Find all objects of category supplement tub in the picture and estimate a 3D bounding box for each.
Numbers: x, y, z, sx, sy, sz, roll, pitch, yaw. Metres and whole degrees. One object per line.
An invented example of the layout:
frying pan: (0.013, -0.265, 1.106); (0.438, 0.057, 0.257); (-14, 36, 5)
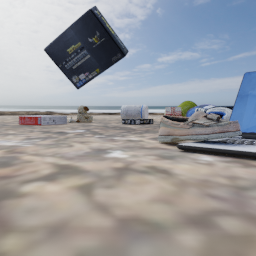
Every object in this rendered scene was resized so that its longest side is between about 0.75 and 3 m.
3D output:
supplement tub: (0.450, -0.989, 18.700); (1.672, 1.103, 1.103); (1, 3, 20)

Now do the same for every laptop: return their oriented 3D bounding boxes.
laptop: (2.597, -0.397, 4.590); (2.687, 1.557, 2.516); (-3, 4, -45)

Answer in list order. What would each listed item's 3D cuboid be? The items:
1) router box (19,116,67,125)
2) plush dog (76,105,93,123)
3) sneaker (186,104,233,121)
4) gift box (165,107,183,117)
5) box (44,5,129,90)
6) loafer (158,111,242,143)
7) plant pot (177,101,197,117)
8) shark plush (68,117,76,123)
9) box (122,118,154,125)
router box: (-4.270, -0.401, 14.190); (1.603, 0.436, 1.786); (2, 4, 31)
plush dog: (-2.772, -0.854, 16.891); (1.201, 1.032, 0.964); (3, 4, 42)
sneaker: (2.883, -0.442, 10.322); (2.369, 0.955, 1.735); (10, 5, 41)
gift box: (2.137, -0.502, 13.096); (0.821, 0.890, 0.831); (-5, -12, 2)
box: (-1.710, -3.159, 11.398); (2.790, 2.200, 0.712); (-28, 22, 27)
loafer: (1.189, -0.053, 5.190); (0.673, 0.588, 1.871); (-4, -3, -33)
plant pot: (2.789, -0.679, 14.121); (1.233, 1.233, 1.188); (3, 15, 41)
shark plush: (-3.364, -0.371, 16.652); (0.330, 0.360, 0.791); (20, -28, -27)
box: (0.504, -0.342, 14.510); (1.311, 0.285, 1.050); (-3, 4, -40)
